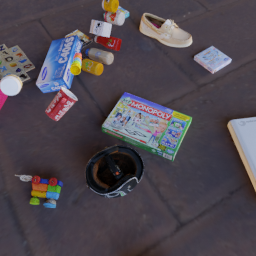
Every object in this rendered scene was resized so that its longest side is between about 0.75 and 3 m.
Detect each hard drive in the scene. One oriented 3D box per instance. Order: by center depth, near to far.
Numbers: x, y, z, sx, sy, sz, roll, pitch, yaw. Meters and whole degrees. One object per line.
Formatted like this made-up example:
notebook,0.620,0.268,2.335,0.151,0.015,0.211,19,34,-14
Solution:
hard drive,4.458,0.894,8.480,1.918,0.388,2.907,-7,54,-5

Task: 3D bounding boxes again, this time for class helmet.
helmet,-0.349,1.181,7.637,1.508,1.438,1.508,-2,84,18

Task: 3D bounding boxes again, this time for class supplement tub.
supplement tub,-3.303,-1.213,7.916,0.547,0.547,0.758,-17,20,-12

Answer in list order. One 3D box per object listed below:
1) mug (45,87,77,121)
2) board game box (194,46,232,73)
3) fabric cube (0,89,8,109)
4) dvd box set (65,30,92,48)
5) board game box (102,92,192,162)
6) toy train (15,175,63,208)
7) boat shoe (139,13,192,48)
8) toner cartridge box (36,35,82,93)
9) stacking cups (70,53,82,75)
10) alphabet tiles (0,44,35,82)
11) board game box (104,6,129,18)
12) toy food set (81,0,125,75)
mug,-1.828,-0.626,7.395,0.527,0.701,0.789,45,101,15
board game box,3.369,-2.733,11.155,1.037,0.213,1.035,-31,60,-20
fabric cube,-4.908,-1.065,9.475,1.028,1.048,1.044,9,57,6
dvd box set,-2.106,-3.792,11.950,0.714,0.144,0.976,-38,63,-25
board game box,0.627,-0.113,9.212,2.498,0.364,1.681,22,58,15
toy train,-2.575,1.768,7.809,1.369,0.579,0.792,5,68,4
boat shoe,1.571,-4.147,11.771,2.435,0.842,0.898,25,58,17
toner cartridge box,-2.541,-2.453,10.571,1.152,0.524,2.426,-8,53,19
stacking cups,-1.265,-1.589,6.841,0.256,0.256,0.845,-5,36,-3
alphabet tiles,-4.974,-2.410,11.014,2.093,0.080,2.516,-31,60,-21
board game box,-0.530,-5.212,12.912,0.948,0.222,0.716,-39,63,-24
toy food set,-1.086,-3.504,10.657,1.241,2.757,1.316,23,22,27
